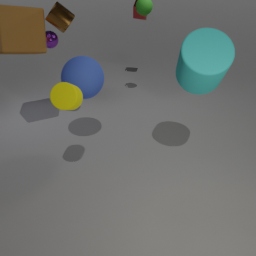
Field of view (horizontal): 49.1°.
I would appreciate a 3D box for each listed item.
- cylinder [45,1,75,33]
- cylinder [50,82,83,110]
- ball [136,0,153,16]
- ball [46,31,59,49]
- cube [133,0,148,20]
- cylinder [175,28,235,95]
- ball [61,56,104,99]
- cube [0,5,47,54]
[{"bbox_3d":[-2.201,-3.591,9.094,0.700,0.700,0.700,33,20,-24],"label":"cylinder"},{"bbox_3d":[-1.592,-0.814,7.310,0.700,0.700,0.700,1,3,2],"label":"cylinder"},{"bbox_3d":[0.663,-4.973,11.451,0.700,0.700,0.700,0,30,0],"label":"ball"},{"bbox_3d":[-3.198,-3.606,11.432,0.700,0.700,0.700,0,30,0],"label":"ball"},{"bbox_3d":[0.674,-6.045,14.264,0.700,0.700,0.700,11,58,8],"label":"cube"},{"bbox_3d":[2.123,-1.845,7.954,1.400,1.400,1.400,-1,75,3],"label":"cylinder"},{"bbox_3d":[-1.480,-1.641,9.166,1.400,1.400,1.400,0,30,0],"label":"ball"},{"bbox_3d":[-3.625,-3.192,9.316,1.400,1.400,1.400,-9,16,-31],"label":"cube"}]
